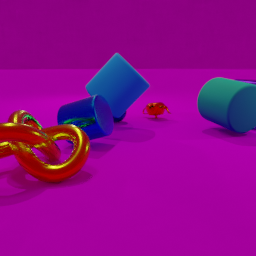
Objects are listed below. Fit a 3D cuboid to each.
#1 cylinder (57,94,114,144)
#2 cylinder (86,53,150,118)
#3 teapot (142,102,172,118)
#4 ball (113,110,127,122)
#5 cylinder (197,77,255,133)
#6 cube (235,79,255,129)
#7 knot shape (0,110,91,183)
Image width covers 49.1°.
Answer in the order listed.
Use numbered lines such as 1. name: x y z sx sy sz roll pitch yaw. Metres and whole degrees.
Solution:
1. cylinder: -0.977 -0.190 6.559 0.981 0.981 0.981 -14 8 20
2. cylinder: -0.297 -1.220 8.147 1.353 1.353 1.353 43 10 -10
3. teapot: 1.008 -0.623 9.829 1.132 0.554 0.704 -3 2 32
4. ball: -0.399 -0.541 9.207 0.713 0.713 0.713 0 13 0
5. cylinder: 2.833 -0.661 7.770 1.307 1.307 1.307 -5 20 -22
6. cube: 4.180 -0.783 8.698 1.351 1.351 1.351 -1 13 -11
7. knot shape: -1.696 0.239 5.098 1.890 0.873 1.769 11 9 -17
